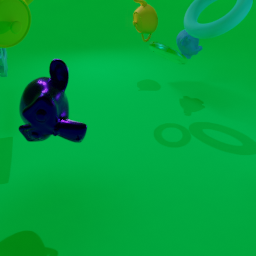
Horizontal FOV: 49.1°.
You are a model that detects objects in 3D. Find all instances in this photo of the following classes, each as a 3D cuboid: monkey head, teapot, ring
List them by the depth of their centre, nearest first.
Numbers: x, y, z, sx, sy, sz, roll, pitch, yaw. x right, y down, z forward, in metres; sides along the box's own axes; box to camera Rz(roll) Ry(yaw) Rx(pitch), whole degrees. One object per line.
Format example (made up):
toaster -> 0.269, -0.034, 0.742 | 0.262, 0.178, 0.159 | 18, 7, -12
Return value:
monkey head -> -1.001, -0.213, 3.832 | 0.952, 1.323, 0.797 | 18, 38, -13
teapot -> -2.091, -1.732, 4.459 | 0.889, 1.129, 1.816 | 34, 76, 20
ring -> 2.495, -3.338, 7.919 | 1.954, 0.391, 1.954 | -22, 48, 27
ring -> 1.159, -2.145, 8.083 | 1.220, 0.244, 1.220 | 25, 11, -5
monkey head -> 2.014, -2.902, 9.904 | 1.131, 0.947, 1.572 | -38, 11, 22
teapot -> 0.622, -4.434, 11.385 | 0.917, 1.873, 1.165 | -23, 33, -14

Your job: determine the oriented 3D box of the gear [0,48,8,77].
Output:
gear -> -3.346, -2.226, 7.054 | 0.340, 1.837, 1.837 | -6, 30, -17
